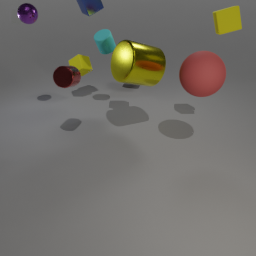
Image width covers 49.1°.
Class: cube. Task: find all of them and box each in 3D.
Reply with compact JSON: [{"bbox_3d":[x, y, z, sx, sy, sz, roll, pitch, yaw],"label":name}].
[{"bbox_3d":[-2.174,-2.865,12.844,0.700,0.700,0.700,-22,-9,33],"label":"cube"},{"bbox_3d":[-1.471,-4.798,10.666,0.700,0.700,0.700,-35,43,-11],"label":"cube"},{"bbox_3d":[3.151,-3.432,8.926,0.700,0.700,0.700,-12,20,13],"label":"cube"}]

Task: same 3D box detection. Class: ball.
[{"bbox_3d":[-3.567,-4.069,9.976,0.700,0.700,0.700,0,30,0],"label":"ball"},{"bbox_3d":[2.287,-1.657,8.638,1.400,1.400,1.400,0,30,0],"label":"ball"}]

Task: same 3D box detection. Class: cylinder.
[{"bbox_3d":[0.341,-2.201,9.664,1.400,1.400,1.400,1,24,-36],"label":"cylinder"},{"bbox_3d":[-1.989,-1.682,9.177,0.700,0.700,0.700,6,14,10],"label":"cylinder"},{"bbox_3d":[-0.910,-3.408,11.083,0.700,0.700,0.700,-9,54,13],"label":"cylinder"}]
